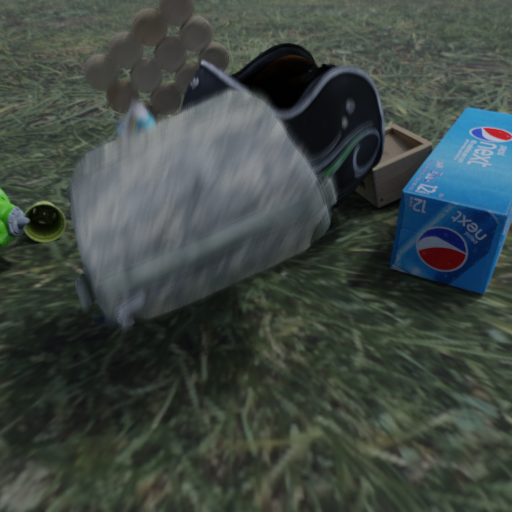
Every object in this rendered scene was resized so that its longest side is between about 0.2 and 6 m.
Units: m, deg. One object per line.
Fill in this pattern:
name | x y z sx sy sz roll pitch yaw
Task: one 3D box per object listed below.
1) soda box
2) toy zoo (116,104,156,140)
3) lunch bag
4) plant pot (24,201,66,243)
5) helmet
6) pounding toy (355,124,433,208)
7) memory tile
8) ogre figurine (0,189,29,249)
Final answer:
soda box | 3.566 -1.126 9.159 1.414 1.338 4.169 17 37 24
toy zoo | -1.990 -1.702 9.130 0.193 1.238 1.887 11 23 -32
lunch bag | -0.701 -0.491 6.336 2.715 1.892 2.277 -23 25 -4
plant pot | -3.454 -0.612 9.126 0.650 0.650 0.597 -11 23 -17
helmet | 0.264 -1.825 8.767 2.809 2.947 2.947 -27 39 -10
pounding toy | 2.446 -1.665 10.463 1.440 1.112 1.564 -24 36 -10
memory tile | -1.641 -3.201 9.392 2.167 1.661 0.182 -38 43 7
ogre figurine | -4.485 -0.555 8.339 1.643 1.345 2.741 -34 33 -24
